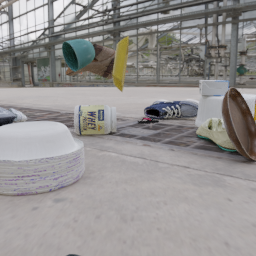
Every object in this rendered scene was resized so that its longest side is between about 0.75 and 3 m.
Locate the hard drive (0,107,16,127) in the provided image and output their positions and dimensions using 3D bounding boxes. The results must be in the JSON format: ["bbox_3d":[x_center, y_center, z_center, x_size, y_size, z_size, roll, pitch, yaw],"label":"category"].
[{"bbox_3d":[-3.577,0.301,5.452,0.515,1.642,2.435,50,33,13],"label":"hard drive"}]

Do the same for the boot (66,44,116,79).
[{"bbox_3d":[-1.457,-2.794,12.995,2.425,0.852,1.773,-31,-41,30],"label":"boot"}]

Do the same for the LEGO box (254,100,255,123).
[{"bbox_3d":[3.938,-0.038,7.331,0.765,1.476,1.982,2,11,9],"label":"LEGO box"}]

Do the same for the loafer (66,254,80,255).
[{"bbox_3d":[0.521,1.386,1.100,2.729,0.958,0.927,9,18,40],"label":"loafer"}]

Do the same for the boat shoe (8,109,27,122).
[{"bbox_3d":[-5.075,-0.514,12.817,0.486,0.536,1.456,10,11,-42],"label":"boat shoe"}]

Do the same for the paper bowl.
[{"bbox_3d":[-1.946,0.475,5.743,2.076,1.080,2.076,-1,10,0],"label":"paper bowl"}]

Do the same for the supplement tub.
[{"bbox_3d":[-1.138,-0.296,9.893,1.429,1.036,1.036,-1,11,-4],"label":"supplement tub"}]

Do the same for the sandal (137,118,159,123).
[{"bbox_3d":[0.879,-0.356,12.387,1.045,0.236,0.392,-4,11,-22],"label":"sandal"}]

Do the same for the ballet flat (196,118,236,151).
[{"bbox_3d":[2.798,0.063,8.688,0.829,0.829,2.388,-2,11,-9],"label":"ballet flat"}]

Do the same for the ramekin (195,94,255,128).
[{"bbox_3d":[4.086,-0.685,11.305,2.644,1.289,2.644,0,10,0],"label":"ramekin"}]

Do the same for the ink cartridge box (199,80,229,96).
[{"bbox_3d":[3.436,-1.647,11.375,0.993,0.581,1.712,3,11,10],"label":"ink cartridge box"}]

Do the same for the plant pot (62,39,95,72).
[{"bbox_3d":[-1.425,-2.228,8.359,0.718,0.894,0.894,-29,25,-29],"label":"plant pot"}]

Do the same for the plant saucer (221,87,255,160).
[{"bbox_3d":[2.836,-0.094,7.093,0.307,1.917,1.917,-20,-3,37],"label":"plant saucer"}]

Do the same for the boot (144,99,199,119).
[{"bbox_3d":[2.130,-0.764,13.242,2.706,0.984,1.223,4,24,38],"label":"boot"}]

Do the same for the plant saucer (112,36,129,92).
[{"bbox_3d":[-0.259,-2.109,9.437,0.367,1.516,1.516,8,-6,0],"label":"plant saucer"}]
